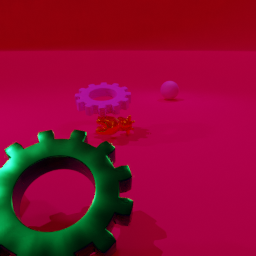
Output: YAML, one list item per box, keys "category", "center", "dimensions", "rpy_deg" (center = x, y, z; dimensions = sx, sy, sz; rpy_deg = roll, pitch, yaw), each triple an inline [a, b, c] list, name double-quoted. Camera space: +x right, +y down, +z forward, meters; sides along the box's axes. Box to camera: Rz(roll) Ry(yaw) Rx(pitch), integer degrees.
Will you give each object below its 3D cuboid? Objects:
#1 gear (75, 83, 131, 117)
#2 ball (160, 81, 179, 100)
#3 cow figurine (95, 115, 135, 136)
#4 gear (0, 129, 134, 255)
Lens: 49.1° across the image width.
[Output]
- category: "gear"
  center: [-0.632, -0.751, 7.160]
  dimensions: [1.394, 0.258, 1.394]
  rpy_deg: [-1, 34, 0]
- category: "ball"
  center: [1.739, -1.574, 11.696]
  dimensions: [0.769, 0.769, 0.769]
  rpy_deg: [0, 17, 0]
- category: "cow figurine"
  center: [-0.290, -0.060, 6.900]
  dimensions: [0.964, 0.538, 0.980]
  rpy_deg: [4, 8, -4]
- category: "gear"
  center: [-0.815, 0.787, 3.209]
  dimensions: [1.736, 0.321, 1.736]
  rpy_deg: [1, 51, -1]
